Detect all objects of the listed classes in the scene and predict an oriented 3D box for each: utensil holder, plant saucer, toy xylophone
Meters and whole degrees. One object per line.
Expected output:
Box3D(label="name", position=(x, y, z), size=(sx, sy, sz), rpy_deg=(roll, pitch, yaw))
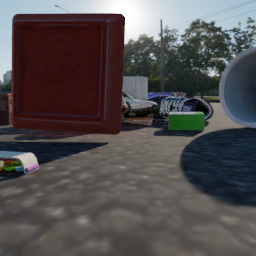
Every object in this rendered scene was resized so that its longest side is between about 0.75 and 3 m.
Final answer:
Box3D(label="utensil holder", position=(4.459, -1.112, 8.334), size=(2.625, 2.230, 2.230), rpy_deg=(-1, 5, -34))
Box3D(label="plant saucer", position=(-1.294, -1.097, 5.512), size=(2.387, 2.392, 0.439), rpy_deg=(3, 4, 9))
Box3D(label="toy xylophone", position=(-1.474, 0.407, 3.270), size=(0.765, 0.192, 0.560), rpy_deg=(3, 7, 23))

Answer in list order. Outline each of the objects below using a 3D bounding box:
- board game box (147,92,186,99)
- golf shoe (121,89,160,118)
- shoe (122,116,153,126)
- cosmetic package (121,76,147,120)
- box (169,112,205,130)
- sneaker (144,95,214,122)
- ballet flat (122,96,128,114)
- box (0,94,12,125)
Box3D(label="board game box", position=(1.531, -1.085, 12.845), size=(1.769, 1.075, 2.219), rpy_deg=(3, 7, 26))
Box3D(label="golf shoe", position=(-0.202, -0.855, 9.367), size=(2.630, 1.158, 1.015), rpy_deg=(1, -10, 26))
Box3D(label="shoe", position=(0.287, -0.211, 8.770), size=(1.016, 0.271, 0.355), rpy_deg=(1, 12, 26))
Box3D(label="cosmetic package", position=(-0.436, -1.210, 11.337), size=(1.988, 1.663, 1.653), rpy_deg=(-3, 7, -25))
Box3D(label="box", position=(1.585, -0.192, 7.660), size=(0.931, 0.450, 0.821), rpy_deg=(0, 8, 11))
Box3D(label="sneaker", position=(1.670, -0.685, 9.867), size=(2.708, 0.949, 1.469), rpy_deg=(4, 5, 11))
Box3D(label="ballet flat", position=(-0.954, -0.400, 7.703), size=(2.320, 0.723, 0.782), rpy_deg=(-24, -16, -30))
Box3D(label="box", position=(-4.121, -0.616, 9.022), size=(0.805, 0.981, 0.814), rpy_deg=(-1, 6, -5))
